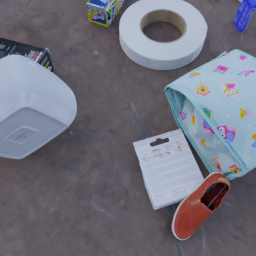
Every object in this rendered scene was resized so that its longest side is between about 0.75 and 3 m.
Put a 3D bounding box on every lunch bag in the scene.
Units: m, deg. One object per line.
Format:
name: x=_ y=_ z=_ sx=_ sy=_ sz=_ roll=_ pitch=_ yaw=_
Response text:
lunch bag: x=2.576 y=-0.446 z=6.996 sx=2.436 sy=1.744 sz=2.860 roll=-29 pitch=72 yaw=-13

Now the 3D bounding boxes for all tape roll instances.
tape roll: x=1.108 y=-3.099 z=9.001 sx=2.806 sy=0.513 sz=2.806 roll=0 pitch=63 yaw=1

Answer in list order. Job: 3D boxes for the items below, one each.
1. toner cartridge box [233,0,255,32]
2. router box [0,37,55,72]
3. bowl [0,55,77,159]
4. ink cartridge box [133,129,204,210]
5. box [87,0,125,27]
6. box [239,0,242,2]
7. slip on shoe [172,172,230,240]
toner cartridge box: x=3.739 y=-3.672 z=8.977 sx=0.229 sy=1.063 sz=0.505 roll=-11 pitch=64 yaw=-7
router box: x=-3.601 y=-1.228 z=7.834 sx=2.028 sy=0.841 sz=2.706 roll=16 pitch=64 yaw=11
bowl: x=-2.461 y=-0.190 z=6.226 sx=2.505 sy=2.501 sz=0.935 roll=-33 pitch=66 yaw=9
ink cartridge box: x=1.011 y=0.997 z=7.027 sx=1.383 sy=0.431 sz=1.719 roll=-16 pitch=60 yaw=-8
box: x=-0.555 y=-4.556 z=9.611 sx=0.789 sy=0.724 sz=2.252 roll=22 pitch=65 yaw=10
box: x=4.180 y=-4.787 z=9.995 sx=0.632 sy=0.247 sz=1.037 roll=-26 pitch=66 yaw=-12
slip on shoe: x=1.616 y=1.765 z=6.255 sx=0.663 sy=0.548 sz=1.791 roll=38 pitch=93 yaw=-6
